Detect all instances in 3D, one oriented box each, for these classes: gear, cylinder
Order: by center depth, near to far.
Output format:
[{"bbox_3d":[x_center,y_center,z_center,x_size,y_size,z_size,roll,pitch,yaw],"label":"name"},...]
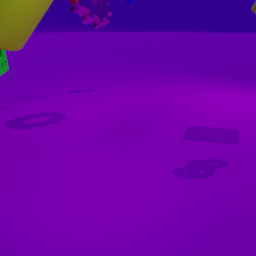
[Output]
[{"bbox_3d":[-2.261,-2.410,5.164,1.398,1.398,1.398,36,24,-19],"label":"cylinder"},{"bbox_3d":[-1.223,-3.924,8.480,0.335,1.812,1.812,-24,6,34],"label":"gear"}]

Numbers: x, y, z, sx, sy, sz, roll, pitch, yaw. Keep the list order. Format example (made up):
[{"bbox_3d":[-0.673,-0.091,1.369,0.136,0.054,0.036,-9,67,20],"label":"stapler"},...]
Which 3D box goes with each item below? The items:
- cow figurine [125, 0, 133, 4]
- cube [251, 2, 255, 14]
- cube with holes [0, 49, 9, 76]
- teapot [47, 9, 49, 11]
[{"bbox_3d":[-0.251,-5.754,12.233,0.930,0.915,0.510,-35,21,-19],"label":"cow figurine"},{"bbox_3d":[4.157,-3.333,7.322,1.126,1.126,1.126,47,12,6],"label":"cube"},{"bbox_3d":[-3.945,-1.965,7.202,1.215,1.215,1.215,-7,21,-9],"label":"cube with holes"},{"bbox_3d":[-3.275,-4.251,9.630,1.052,0.654,0.515,4,26,-43],"label":"teapot"}]
